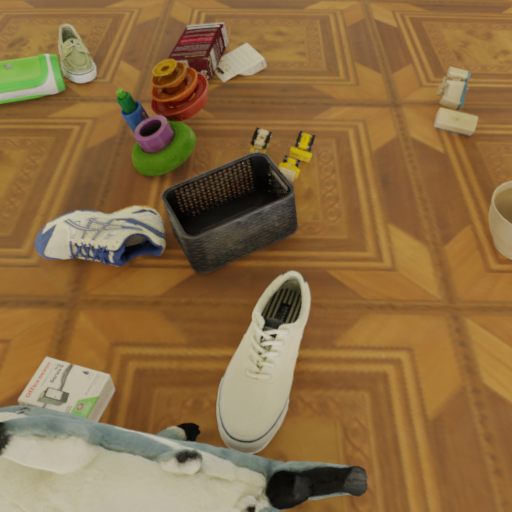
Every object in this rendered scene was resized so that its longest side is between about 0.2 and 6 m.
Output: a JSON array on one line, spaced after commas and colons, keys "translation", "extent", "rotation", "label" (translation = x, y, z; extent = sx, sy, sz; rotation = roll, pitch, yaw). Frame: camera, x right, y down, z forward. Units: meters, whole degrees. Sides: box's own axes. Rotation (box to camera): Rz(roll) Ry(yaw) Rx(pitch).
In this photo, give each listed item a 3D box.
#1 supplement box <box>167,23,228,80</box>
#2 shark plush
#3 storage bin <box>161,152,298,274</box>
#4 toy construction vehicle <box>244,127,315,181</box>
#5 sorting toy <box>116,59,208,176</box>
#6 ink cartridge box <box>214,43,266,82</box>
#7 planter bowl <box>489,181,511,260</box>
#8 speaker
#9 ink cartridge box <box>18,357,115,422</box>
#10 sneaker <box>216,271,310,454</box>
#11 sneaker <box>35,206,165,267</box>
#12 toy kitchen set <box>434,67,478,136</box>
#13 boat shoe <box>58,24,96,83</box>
[{"translation": [-1.405, -4.993, 13.690], "extent": [1.036, 0.580, 1.904], "rotation": [1, 46, 14], "label": "supplement box"}, {"translation": [-1.007, 2.245, 6.387], "extent": [4.533, 2.059, 1.888], "rotation": [-7, 11, -4], "label": "shark plush"}, {"translation": [-0.419, -0.738, 9.356], "extent": [1.966, 0.922, 1.329], "rotation": [-25, 51, -11], "label": "storage bin"}, {"translation": [0.456, -1.974, 11.102], "extent": [1.226, 0.496, 1.408], "rotation": [17, 51, 0], "label": "toy construction vehicle"}, {"translation": [-1.965, -2.914, 11.126], "extent": [1.623, 1.109, 2.701], "rotation": [-2, 55, 23], "label": "sorting toy"}, {"translation": [-0.461, -4.668, 13.777], "extent": [1.170, 0.293, 0.949], "rotation": [-33, 53, -4], "label": "ink cartridge box"}, {"translation": [4.501, -0.485, 9.327], "extent": [1.369, 0.922, 1.369], "rotation": [0, 47, 0], "label": "planter bowl"}, {"translation": [-5.459, -3.959, 12.597], "extent": [2.098, 0.928, 0.928], "rotation": [-14, 48, -12], "label": "speaker"}, {"translation": [-2.518, 1.857, 7.476], "extent": [0.991, 0.416, 0.721], "rotation": [12, 48, 11], "label": "ink cartridge box"}, {"translation": [0.101, 1.298, 7.631], "extent": [0.979, 0.949, 2.680], "rotation": [10, 48, 10], "label": "sneaker"}, {"translation": [-2.529, -0.240, 9.187], "extent": [2.111, 0.795, 0.930], "rotation": [-14, 48, -12], "label": "sneaker"}, {"translation": [4.368, -3.251, 12.250], "extent": [0.811, 1.103, 1.377], "rotation": [16, 83, 6], "label": "toy kitchen set"}, {"translation": [-4.483, -4.941, 13.667], "extent": [0.771, 0.664, 2.142], "rotation": [-21, 50, -18], "label": "boat shoe"}]
